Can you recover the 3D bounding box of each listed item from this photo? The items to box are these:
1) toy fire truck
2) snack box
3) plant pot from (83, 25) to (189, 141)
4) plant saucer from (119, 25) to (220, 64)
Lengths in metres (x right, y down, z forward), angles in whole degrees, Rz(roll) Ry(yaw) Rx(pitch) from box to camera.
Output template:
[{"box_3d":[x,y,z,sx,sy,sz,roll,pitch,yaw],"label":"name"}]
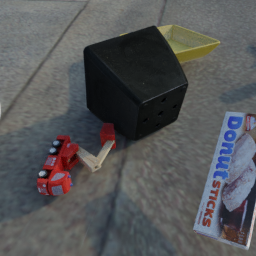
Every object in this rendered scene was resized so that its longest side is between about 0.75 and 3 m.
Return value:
[{"box_3d":[-1.238,0.769,7.303,1.601,0.553,2.270,4,42,7],"label":"toy fire truck"},{"box_3d":[2.380,0.988,6.182,1.071,0.362,2.979,7,62,33],"label":"snack box"},{"box_3d":[0.330,-1.102,8.100,2.410,2.404,2.138,-26,59,-23],"label":"plant pot"},{"box_3d":[1.512,-3.155,10.855,2.864,0.694,2.864,-19,40,-24],"label":"plant saucer"}]
